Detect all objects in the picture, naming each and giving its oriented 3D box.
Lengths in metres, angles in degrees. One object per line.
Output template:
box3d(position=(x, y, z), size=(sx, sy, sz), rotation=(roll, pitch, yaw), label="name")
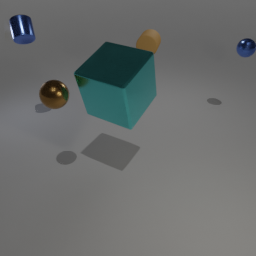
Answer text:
box3d(position=(4.455, -3.017, 10.550), size=(0.700, 0.700, 0.700), rotation=(0, 31, 0), label="ball")
box3d(position=(-1.753, -0.797, 6.669), size=(0.700, 0.700, 0.700), rotation=(0, 31, 0), label="ball")
box3d(position=(-3.446, -3.203, 9.148), size=(0.700, 0.700, 0.700), rotation=(-14, -5, -1), label="cylinder")
box3d(position=(-0.239, -1.072, 6.970), size=(1.400, 1.400, 1.400), rotation=(20, 55, 25), label="cube")
box3d(position=(0.677, -2.785, 9.162), size=(0.700, 0.700, 0.700), rotation=(8, 37, 13), label="cylinder")
